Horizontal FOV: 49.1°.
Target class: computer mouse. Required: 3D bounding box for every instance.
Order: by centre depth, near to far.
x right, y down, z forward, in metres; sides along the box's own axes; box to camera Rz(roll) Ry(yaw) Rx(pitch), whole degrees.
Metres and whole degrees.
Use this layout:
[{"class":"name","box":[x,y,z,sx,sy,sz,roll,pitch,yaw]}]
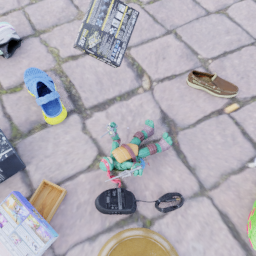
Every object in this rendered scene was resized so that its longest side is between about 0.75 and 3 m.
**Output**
[{"class":"computer mouse","box":[0.378,2.382,8.910,2.860,0.487,0.838,2,48,-5]}]

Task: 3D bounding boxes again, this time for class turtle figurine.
[{"class":"turtle figurine","box":[-0.008,0.741,9.224,2.794,1.407,2.092,-26,67,-30]}]

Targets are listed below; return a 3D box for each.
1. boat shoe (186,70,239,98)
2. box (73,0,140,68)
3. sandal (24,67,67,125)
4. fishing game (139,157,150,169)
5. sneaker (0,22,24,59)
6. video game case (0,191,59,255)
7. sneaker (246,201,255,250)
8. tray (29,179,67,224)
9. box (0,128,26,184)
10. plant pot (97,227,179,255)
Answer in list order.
[{"class":"boat shoe","box":[3.373,-1.782,11.064,2.077,0.768,0.767,15,61,8]},{"class":"box","box":[-0.581,-2.755,7.836,1.390,0.424,1.725,21,87,-26]},{"class":"sandal","box":[-3.214,-1.467,10.660,1.092,1.196,2.746,-32,63,-15]},{"class":"fishing game","box":[0.332,1.245,9.690,0.779,0.121,0.557,-19,64,-11]},{"class":"sneaker","box":[-5.724,-3.381,11.842,2.658,1.033,1.859,-37,66,-19]},{"class":"video game case","box":[-3.252,3.098,8.085,1.895,0.431,1.718,41,86,15]},{"class":"sneaker","box":[4.344,2.532,8.463,1.046,0.959,2.498,23,64,18]},{"class":"tray","box":[-2.744,2.572,8.805,0.859,0.323,1.742,22,63,12]},{"class":"box","box":[-4.884,0.929,9.223,2.021,1.274,2.056,-35,65,-20]},{"class":"plant pot","box":[0.297,4.139,7.871,2.638,0.363,2.638,0,59,0]}]
